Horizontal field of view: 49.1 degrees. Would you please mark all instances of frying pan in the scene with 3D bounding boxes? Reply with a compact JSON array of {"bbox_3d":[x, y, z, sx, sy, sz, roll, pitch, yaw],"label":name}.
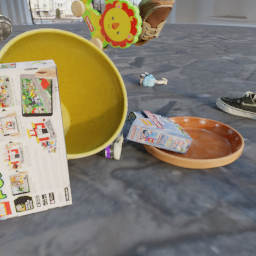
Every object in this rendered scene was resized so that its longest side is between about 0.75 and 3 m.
[{"bbox_3d":[-3.376,-2.380,6.840,1.213,0.734,0.198,-27,65,-42],"label":"frying pan"}]

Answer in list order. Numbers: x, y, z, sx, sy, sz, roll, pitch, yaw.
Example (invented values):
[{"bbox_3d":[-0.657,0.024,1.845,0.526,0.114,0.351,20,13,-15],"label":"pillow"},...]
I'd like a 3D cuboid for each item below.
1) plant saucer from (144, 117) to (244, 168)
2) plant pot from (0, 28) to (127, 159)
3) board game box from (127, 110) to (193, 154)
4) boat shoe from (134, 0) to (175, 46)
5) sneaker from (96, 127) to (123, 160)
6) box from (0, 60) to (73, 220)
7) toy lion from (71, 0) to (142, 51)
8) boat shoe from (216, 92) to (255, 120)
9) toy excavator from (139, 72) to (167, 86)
[{"bbox_3d":[1.679,0.353,7.436,2.567,0.414,2.567,0,25,0],"label":"plant saucer"},{"bbox_3d":[-1.825,-0.509,6.863,2.983,2.983,2.117,-20,-7,-36],"label":"plant pot"},{"bbox_3d":[0.603,-0.017,7.158,1.525,0.471,1.526,9,27,-25],"label":"board game box"},{"bbox_3d":[0.734,-3.306,8.868,1.053,0.998,2.781,-7,3,-13],"label":"boat shoe"},{"bbox_3d":[-0.544,0.267,7.475,0.778,0.544,1.564,1,25,3],"label":"sneaker"},{"bbox_3d":[-1.858,0.280,4.860,1.502,2.729,0.474,-9,26,-18],"label":"box"},{"bbox_3d":[-0.549,-3.206,8.280,1.817,1.896,0.651,-20,12,32],"label":"toy lion"},{"bbox_3d":[4.188,-0.805,9.474,0.869,0.782,2.457,-23,33,-40],"label":"boat shoe"},{"bbox_3d":[1.152,-2.140,12.803,1.028,0.513,0.999,26,36,22],"label":"toy excavator"}]
